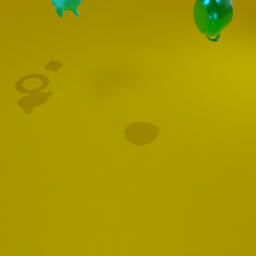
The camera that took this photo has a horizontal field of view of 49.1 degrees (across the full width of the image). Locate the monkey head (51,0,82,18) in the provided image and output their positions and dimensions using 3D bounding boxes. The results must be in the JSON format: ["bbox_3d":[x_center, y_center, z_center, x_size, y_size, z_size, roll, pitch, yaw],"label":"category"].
[{"bbox_3d":[-1.694,-3.636,7.894,0.912,1.514,1.089,-12,64,-12],"label":"monkey head"}]

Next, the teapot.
[{"bbox_3d":[2.100,-2.826,6.731,0.825,1.684,1.047,-20,45,-7],"label":"teapot"}]
